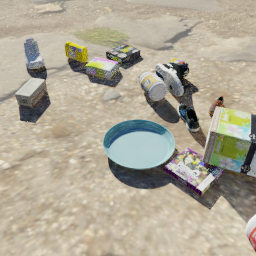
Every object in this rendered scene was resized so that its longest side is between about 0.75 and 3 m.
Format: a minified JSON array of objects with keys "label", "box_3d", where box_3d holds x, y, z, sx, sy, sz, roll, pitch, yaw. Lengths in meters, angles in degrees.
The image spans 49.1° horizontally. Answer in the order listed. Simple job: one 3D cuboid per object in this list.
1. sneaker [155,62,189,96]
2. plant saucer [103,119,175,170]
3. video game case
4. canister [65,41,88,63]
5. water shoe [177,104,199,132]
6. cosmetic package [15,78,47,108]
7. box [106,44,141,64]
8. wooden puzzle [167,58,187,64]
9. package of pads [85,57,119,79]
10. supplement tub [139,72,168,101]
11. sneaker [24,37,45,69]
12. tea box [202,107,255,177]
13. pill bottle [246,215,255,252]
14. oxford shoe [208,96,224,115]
[{"label":"sneaker","box_3d":[2.505,-2.547,13.652,1.491,0.974,2.665,-13,41,-14]},{"label":"plant saucer","box_3d":[0.390,0.614,10.354,2.650,0.363,2.650,1,40,0]},{"label":"video game case","box_3d":[2.219,1.412,9.448,1.378,0.272,1.520,-31,49,-34]},{"label":"canister","box_3d":[-2.891,-4.266,15.772,1.254,0.931,0.543,24,46,23]},{"label":"water shoe","box_3d":[2.550,-0.592,11.534,0.621,0.685,1.737,-8,40,-9]},{"label":"cosmetic package","box_3d":[-4.395,-1.631,12.821,0.757,0.639,1.465,10,41,12]},{"label":"box","box_3d":[-0.272,-4.324,16.264,1.297,0.358,1.619,31,49,31]},{"label":"wooden puzzle","box_3d":[2.681,-3.596,15.524,0.971,0.196,1.050,19,43,22]},{"label":"package of pads","box_3d":[-1.367,-3.177,14.768,1.512,0.516,1.168,15,42,17]},{"label":"supplement tub","box_3d":[1.147,-1.951,12.961,0.945,0.945,1.307,-16,41,-18]},{"label":"sneaker","box_3d":[-5.283,-4.177,15.340,1.029,1.312,2.641,-17,43,-19]},{"label":"tea box","box_3d":[3.754,0.406,9.654,1.947,1.322,1.979,13,33,16]},{"label":"pill bottle","box_3d":[4.035,3.238,6.181,1.655,1.655,2.943,-7,40,-8]},{"label":"oxford shoe","box_3d":[3.837,-1.001,12.219,0.431,0.440,1.212,23,45,25]}]
